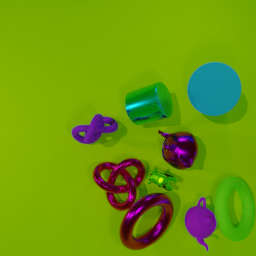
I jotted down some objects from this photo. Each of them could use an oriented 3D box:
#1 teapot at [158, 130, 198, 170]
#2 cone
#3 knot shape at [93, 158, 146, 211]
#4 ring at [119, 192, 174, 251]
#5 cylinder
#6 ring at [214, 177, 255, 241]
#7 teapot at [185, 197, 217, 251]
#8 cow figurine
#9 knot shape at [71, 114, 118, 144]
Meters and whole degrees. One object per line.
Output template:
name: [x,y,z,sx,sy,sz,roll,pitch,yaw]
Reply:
teapot: [1.430,0.593,8.271,0.913,1.866,1.160,13,115,-23]
cone: [2.723,-1.180,8.336,1.471,1.476,1.471,6,102,31]
knot shape: [-0.223,1.696,8.331,1.605,0.741,1.502,-4,76,-4]
ring: [0.554,2.635,7.880,1.842,1.842,0.368,-49,43,-6]
cylinder: [0.631,-0.708,8.326,1.070,1.070,1.070,-15,81,32]
ring: [3.082,2.298,8.029,1.788,0.358,1.788,9,75,-38]
teapot: [2.039,2.619,7.688,0.892,0.702,1.434,16,61,-17]
cow figurine: [0.924,1.471,8.217,0.997,1.013,0.556,26,88,-16]
knot shape: [-1.078,0.084,8.411,1.321,1.411,0.652,-28,87,26]
